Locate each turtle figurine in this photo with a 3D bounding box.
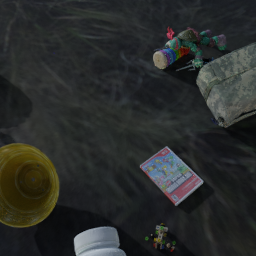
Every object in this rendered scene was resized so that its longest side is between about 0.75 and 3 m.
[{"bbox_3d":[2.645,-3.487,11.806,2.774,1.397,2.077,-18,55,-20],"label":"turtle figurine"}]

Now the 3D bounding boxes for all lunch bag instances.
[{"bbox_3d":[3.930,-1.398,9.823,2.561,1.784,2.148,-22,70,-3],"label":"lunch bag"}]

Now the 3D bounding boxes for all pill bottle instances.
[{"bbox_3d":[-0.567,3.638,6.494,1.316,1.316,2.327,-11,55,-8],"label":"pill bottle"}]

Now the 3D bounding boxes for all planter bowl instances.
[{"bbox_3d":[-2.877,1.542,7.957,2.270,0.946,2.270,0,90,7],"label":"planter bowl"}]

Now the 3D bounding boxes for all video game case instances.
[{"bbox_3d":[1.362,1.461,8.829,1.189,0.145,1.663,-33,60,-22],"label":"video game case"}]

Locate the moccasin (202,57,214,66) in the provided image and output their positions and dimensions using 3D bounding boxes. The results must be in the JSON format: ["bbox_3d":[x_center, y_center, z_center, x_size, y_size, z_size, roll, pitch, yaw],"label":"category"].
[{"bbox_3d":[3.437,-2.791,11.861,0.904,0.308,0.364,-1,54,-1],"label":"moccasin"}]

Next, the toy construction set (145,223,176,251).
[{"bbox_3d":[0.949,2.924,7.479,0.758,0.582,0.632,35,61,22],"label":"toy construction set"}]

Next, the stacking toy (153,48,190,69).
[{"bbox_3d":[1.943,-3.174,11.937,1.763,0.752,0.752,-32,60,-26],"label":"stacking toy"}]
